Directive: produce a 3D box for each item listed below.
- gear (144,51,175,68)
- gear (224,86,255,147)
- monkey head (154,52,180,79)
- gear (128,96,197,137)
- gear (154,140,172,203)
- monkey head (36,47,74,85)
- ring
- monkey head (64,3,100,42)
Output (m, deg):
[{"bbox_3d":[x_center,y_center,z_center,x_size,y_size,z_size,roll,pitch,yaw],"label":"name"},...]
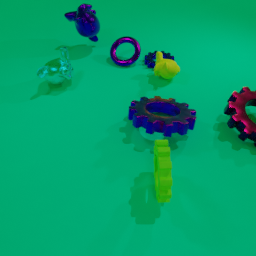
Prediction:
[{"bbox_3d":[1.257,-2.722,11.241,1.196,0.221,1.196,0,43,0],"label":"gear"},{"bbox_3d":[3.900,-0.344,8.303,2.014,0.373,2.014,5,56,-7],"label":"gear"},{"bbox_3d":[1.403,-2.303,10.220,0.839,1.001,1.391,1,7,29],"label":"monkey head"},{"bbox_3d":[1.012,-0.404,8.344,1.987,0.367,1.987,4,29,-2],"label":"gear"},{"bbox_3d":[0.784,0.977,6.454,0.261,1.410,1.410,-1,44,0],"label":"gear"},{"bbox_3d":[-2.502,-2.173,9.847,1.055,1.259,1.751,-2,16,12],"label":"monkey head"},{"bbox_3d":[-0.111,-3.051,11.135,1.269,0.254,1.269,-3,78,12],"label":"ring"},{"bbox_3d":[-1.875,-4.270,11.413,1.434,1.994,1.202,-5,81,14],"label":"monkey head"}]
